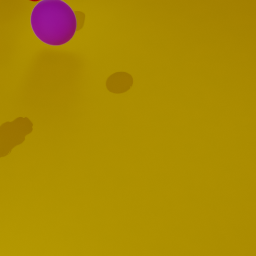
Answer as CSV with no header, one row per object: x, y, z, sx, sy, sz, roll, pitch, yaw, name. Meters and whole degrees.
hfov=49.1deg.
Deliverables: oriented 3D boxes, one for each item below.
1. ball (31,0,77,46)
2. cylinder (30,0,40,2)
-1.253,-1.787,4.748,0.750,0.750,0.750,0,60,0,ball
-2.397,-3.800,7.403,0.721,0.721,0.721,9,37,5,cylinder
